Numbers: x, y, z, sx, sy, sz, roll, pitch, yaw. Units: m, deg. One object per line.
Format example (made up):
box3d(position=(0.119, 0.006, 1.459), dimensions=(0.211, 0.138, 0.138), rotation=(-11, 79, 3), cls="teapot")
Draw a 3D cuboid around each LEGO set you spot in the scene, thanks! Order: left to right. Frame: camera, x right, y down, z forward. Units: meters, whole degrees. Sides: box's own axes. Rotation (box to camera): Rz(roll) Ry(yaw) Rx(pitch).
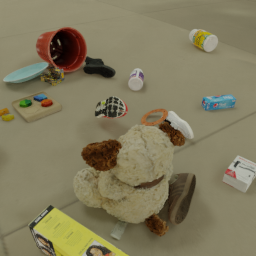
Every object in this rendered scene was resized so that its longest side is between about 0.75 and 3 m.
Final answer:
box3d(position=(-3.651, -2.596, 13.459), dimensions=(1.217, 0.705, 0.936), rotation=(30, 46, 34), cls="LEGO set")

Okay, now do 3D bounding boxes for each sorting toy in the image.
box3d(position=(-4.082, -0.850, 11.454), dimensions=(2.284, 0.306, 1.702), rotation=(-26, 44, -30), cls="sorting toy")

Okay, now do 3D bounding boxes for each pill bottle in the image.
box3d(position=(0.403, -2.317, 13.116), dimensions=(0.664, 0.664, 1.191), rotation=(4, 37, 6), cls="pill bottle")
box3d(position=(4.496, -5.367, 16.930), dimensions=(0.991, 0.991, 1.758), rotation=(-15, 40, -19), cls="pill bottle")

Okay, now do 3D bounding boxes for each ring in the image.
box3d(position=(1.022, -0.398, 10.770), dimensions=(1.097, 0.105, 1.097), rotation=(-19, 29, 11), cls="ring")

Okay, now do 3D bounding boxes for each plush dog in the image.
box3d(position=(0.252, 1.092, 6.960), dimensions=(2.984, 2.563, 2.394), rotation=(-17, 40, -22), cls="plush dog")

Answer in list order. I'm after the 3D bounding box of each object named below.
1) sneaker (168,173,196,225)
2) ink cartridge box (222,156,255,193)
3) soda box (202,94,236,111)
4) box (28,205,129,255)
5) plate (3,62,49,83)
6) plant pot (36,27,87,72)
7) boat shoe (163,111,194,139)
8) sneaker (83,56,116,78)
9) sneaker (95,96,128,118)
box3d(position=(1.342, 1.910, 7.680), dimensions=(0.665, 0.620, 1.760), rotation=(-1, 29, 33), cls="sneaker")
box3d(position=(3.400, 1.358, 8.414), dimensions=(0.708, 0.411, 0.981), rotation=(27, 44, 31), cls="ink cartridge box")
box3d(position=(3.769, -1.069, 11.659), dimensions=(1.301, 0.418, 0.441), rotation=(-6, 37, -9), cls="soda box")
box3d(position=(-0.813, 2.798, 5.972), dimensions=(2.851, 1.073, 0.714), rotation=(23, 44, 25), cls="box")
box3d(position=(-4.861, -2.612, 13.501), dimensions=(2.225, 0.284, 2.225), rotation=(-13, 30, 7), cls="plate")
box3d(position=(-3.577, -4.081, 14.417), dimensions=(2.144, 2.144, 2.085), rotation=(-28, 33, -32), cls="plant pot")
box3d(position=(1.758, -0.074, 10.239), dimensions=(0.569, 0.598, 1.660), rotation=(-26, 44, -10), cls="boat shoe")
box3d(position=(-1.440, -3.160, 14.269), dimensions=(2.108, 0.633, 1.099), rotation=(11, 43, 20), cls="sneaker")
box3d(position=(-0.467, -0.684, 10.106), dimensions=(0.841, 0.763, 1.980), rotation=(10, -2, -30), cls="sneaker")
